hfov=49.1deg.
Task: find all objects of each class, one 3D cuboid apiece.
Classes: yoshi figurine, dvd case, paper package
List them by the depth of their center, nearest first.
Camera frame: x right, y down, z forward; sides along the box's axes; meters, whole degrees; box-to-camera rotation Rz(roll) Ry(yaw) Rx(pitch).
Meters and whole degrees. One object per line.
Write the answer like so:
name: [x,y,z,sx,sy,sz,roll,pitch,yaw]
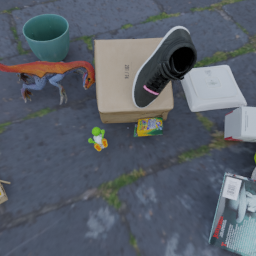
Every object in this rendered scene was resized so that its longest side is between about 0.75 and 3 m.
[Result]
dvd case: [3.565,2.376,6.883,2.706,0.298,1.975,12,96,17]
yoshi figurine: [-0.950,0.286,8.822,0.539,0.537,0.959,15,18,-21]
paper package: [0.155,-1.590,9.451,2.473,1.342,2.595,-3,75,-2]

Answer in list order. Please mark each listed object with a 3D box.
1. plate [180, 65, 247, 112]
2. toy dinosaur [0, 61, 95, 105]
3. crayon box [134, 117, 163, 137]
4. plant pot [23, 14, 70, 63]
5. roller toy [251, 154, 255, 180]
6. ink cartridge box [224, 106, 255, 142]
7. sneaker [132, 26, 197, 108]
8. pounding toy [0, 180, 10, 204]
plate: [3.150,-1.617,10.549,2.127,0.344,2.131,-7,55,-4]
toy dinosaur: [-2.615,-1.788,9.637,2.708,2.985,1.567,-18,68,26]
crayon box: [0.645,-0.036,9.023,0.953,0.246,0.599,-6,43,14]
plant pot: [-3.114,-3.436,11.180,1.714,1.375,1.714,0,55,0]
roller toy: [4.618,1.444,7.716,2.124,1.484,1.938,18,57,12]
ink cartridge box: [4.274,-0.034,8.584,2.163,1.576,0.896,4,83,2]
sneaker: [0.892,-1.412,7.518,0.907,2.566,1.273,25,27,-18]
pounding toy: [-3.859,1.744,8.168,0.776,0.404,0.883,-28,60,-18]
